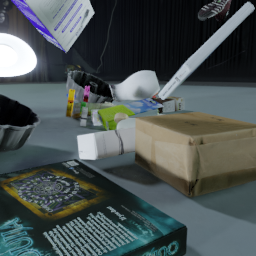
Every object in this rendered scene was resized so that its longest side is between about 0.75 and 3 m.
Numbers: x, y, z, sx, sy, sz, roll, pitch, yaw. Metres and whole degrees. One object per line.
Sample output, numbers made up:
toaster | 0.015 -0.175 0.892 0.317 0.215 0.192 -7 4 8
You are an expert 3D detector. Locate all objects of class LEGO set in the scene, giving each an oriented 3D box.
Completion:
LEGO set | -2.019 -1.127 11.166 0.918 0.988 2.408 7 29 -11

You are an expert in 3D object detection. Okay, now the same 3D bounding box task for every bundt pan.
bundt pan | -2.023 -1.900 14.874 2.819 1.058 2.819 23 24 -11
bundt pan | -3.699 -0.179 7.321 2.587 0.971 2.587 22 14 -6

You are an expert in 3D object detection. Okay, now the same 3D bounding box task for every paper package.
paper package | 1.403 0.386 5.759 2.010 1.091 2.108 -6 13 -26

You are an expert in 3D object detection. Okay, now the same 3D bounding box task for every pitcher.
pitcher | 0.432 -2.067 14.884 2.393 1.450 2.053 -17 -7 8

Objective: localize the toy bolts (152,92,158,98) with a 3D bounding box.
toy bolts | 1.369 -1.440 15.028 0.975 0.708 1.021 -32 27 -5

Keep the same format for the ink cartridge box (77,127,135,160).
ink cartridge box | -0.362 0.347 6.649 1.399 0.588 1.018 -8 -1 -32

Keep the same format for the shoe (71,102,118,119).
shoe | -1.193 -0.863 12.165 2.544 0.679 0.890 -6 -7 -16

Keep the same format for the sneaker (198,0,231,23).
sneaker | 2.623 -3.356 8.311 1.336 0.772 0.505 -40 55 -14

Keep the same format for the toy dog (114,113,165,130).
toy dog | 0.355 0.035 8.235 1.713 1.130 0.825 13 -21 33

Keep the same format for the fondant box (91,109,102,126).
fondant box | -0.620 -0.458 11.239 1.638 0.477 1.182 -4 13 -12

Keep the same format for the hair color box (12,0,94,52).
hair color box | -1.731 -2.979 6.538 0.827 1.395 2.552 33 -3 10

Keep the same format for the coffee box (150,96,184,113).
coffee box | 1.985 -1.215 14.330 1.691 0.674 0.967 -10 16 -41

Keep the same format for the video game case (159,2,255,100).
video game case | 2.311 -2.251 8.764 2.884 0.337 2.622 -44 -2 -14

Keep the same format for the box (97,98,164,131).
box | 0.093 -0.501 10.067 2.111 0.503 1.287 -15 26 -17

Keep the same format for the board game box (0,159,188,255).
board game box | -0.970 1.144 3.801 1.992 0.415 2.945 -8 15 -34
